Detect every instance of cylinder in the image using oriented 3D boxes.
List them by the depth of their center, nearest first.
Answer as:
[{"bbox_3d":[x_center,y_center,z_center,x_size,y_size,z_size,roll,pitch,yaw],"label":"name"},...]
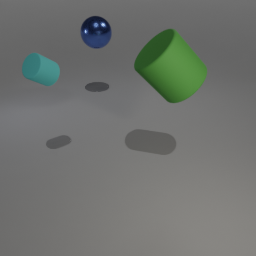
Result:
[{"bbox_3d":[1.120,-1.610,7.409,1.400,1.400,1.400,-36,31,26],"label":"cylinder"},{"bbox_3d":[-2.304,-1.538,7.434,0.700,0.700,0.700,19,1,30],"label":"cylinder"}]

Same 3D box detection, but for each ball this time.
[{"bbox_3d":[-1.425,-4.270,12.532,1.400,1.400,1.400,0,29,0],"label":"ball"}]
